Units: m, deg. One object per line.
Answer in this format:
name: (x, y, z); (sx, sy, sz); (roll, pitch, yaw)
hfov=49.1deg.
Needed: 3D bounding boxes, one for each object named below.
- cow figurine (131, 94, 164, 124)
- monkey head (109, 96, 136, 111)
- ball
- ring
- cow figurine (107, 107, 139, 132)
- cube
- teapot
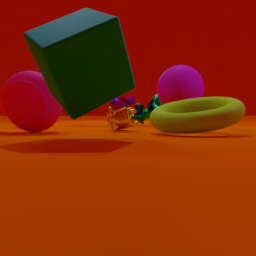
cow figurine: (0.820, -0.454, 9.659); (0.787, 1.411, 1.434); (29, 16, -48)
monkey head: (-0.177, -0.841, 9.493); (0.870, 1.210, 0.729); (-25, -9, 6)
ball: (1.431, -1.078, 7.653); (1.255, 1.255, 1.255); (0, 3, 0)
ring: (1.344, -0.288, 5.578); (1.845, 0.369, 1.845); (-9, 14, 2)
cow figurine: (-0.218, -0.198, 6.585); (1.021, 0.570, 1.038); (-11, -4, -40)
cube: (-0.700, -0.987, 4.132); (1.084, 1.084, 1.084); (-29, 39, -16)
teapot: (-2.017, -0.581, 5.992); (2.064, 1.283, 1.011); (-11, 15, 16)
